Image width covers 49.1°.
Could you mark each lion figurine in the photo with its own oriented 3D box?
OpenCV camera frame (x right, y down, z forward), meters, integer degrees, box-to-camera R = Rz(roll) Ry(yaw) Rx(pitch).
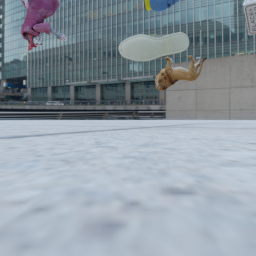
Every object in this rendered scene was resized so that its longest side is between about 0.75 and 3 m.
[{"bbox_3d":[2.216,-2.292,11.795,2.209,1.353,0.800,-1,5,17],"label":"lion figurine"}]

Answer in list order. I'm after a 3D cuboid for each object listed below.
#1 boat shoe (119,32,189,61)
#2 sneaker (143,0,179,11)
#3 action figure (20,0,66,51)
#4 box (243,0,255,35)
[{"bbox_3d":[0.868,-2.878,10.020,2.560,0.915,0.765,-11,11,-12],"label":"boat shoe"},{"bbox_3d":[1.079,-3.525,7.038,0.931,0.782,2.373,2,39,18],"label":"sneaker"},{"bbox_3d":[-2.129,-2.524,6.453,1.053,1.572,1.170,-6,-24,24],"label":"action figure"},{"bbox_3d":[4.068,-2.985,6.186,2.603,0.783,1.518,1,44,38],"label":"box"}]
